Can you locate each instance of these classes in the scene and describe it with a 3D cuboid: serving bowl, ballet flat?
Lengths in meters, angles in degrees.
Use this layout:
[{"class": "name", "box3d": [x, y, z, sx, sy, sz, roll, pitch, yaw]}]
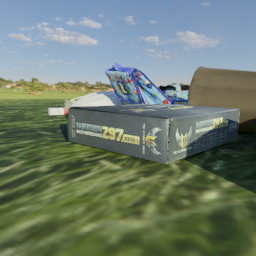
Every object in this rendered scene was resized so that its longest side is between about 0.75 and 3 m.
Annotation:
[{"class": "serving bowl", "box3d": [-1.128, -0.887, 10.292, 2.262, 0.744, 2.262, -12, 15, 3]}, {"class": "ballet flat", "box3d": [-1.866, -1.197, 14.246, 2.761, 0.880, 0.931, 0, 7, -4]}]

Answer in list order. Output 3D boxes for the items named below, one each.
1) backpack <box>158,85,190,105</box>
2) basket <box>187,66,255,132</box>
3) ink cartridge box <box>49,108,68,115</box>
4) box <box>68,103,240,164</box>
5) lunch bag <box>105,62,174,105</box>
[{"class": "backpack", "box3d": [2.373, -1.244, 12.474, 1.917, 1.412, 2.099, -1, 6, -6]}, {"class": "basket", "box3d": [3.181, -0.706, 7.480, 2.611, 1.776, 2.354, 8, 13, 26]}, {"class": "ink cartridge box", "box3d": [-3.318, -0.792, 13.268, 0.783, 0.324, 0.571, -4, 8, -26]}, {"class": "box", "box3d": [0.643, -0.074, 5.797, 2.341, 0.757, 2.969, 10, 12, 40]}, {"class": "lunch bag", "box3d": [0.252, -1.097, 8.154, 0.962, 2.045, 1.540, -45, 28, -12]}]
